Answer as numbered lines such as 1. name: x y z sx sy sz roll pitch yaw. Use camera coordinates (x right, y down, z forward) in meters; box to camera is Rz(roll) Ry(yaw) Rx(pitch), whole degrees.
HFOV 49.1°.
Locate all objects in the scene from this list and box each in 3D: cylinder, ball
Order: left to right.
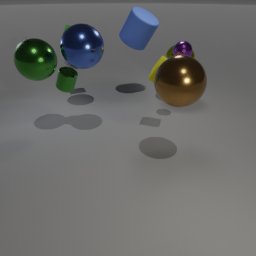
1. ball: -3.109 -2.299 9.465 1.400 1.400 1.400 0 27 0
2. cylinder: -2.278 -1.801 10.409 0.700 0.700 0.700 15 39 -13
3. ball: -2.187 -3.245 12.102 1.400 1.400 1.400 0 27 0
4. ball: -1.462 -2.605 8.979 1.400 1.400 1.400 0 27 0
5. cylinder: 0.501 -4.586 12.964 1.400 1.400 1.400 20 42 -19
6. ball: 2.394 -3.156 12.911 1.400 1.400 1.400 0 27 0
7. ball: 1.411 -1.253 7.578 1.400 1.400 1.400 0 27 0
8. ball: 2.002 -2.822 10.234 0.700 0.700 0.700 0 27 0

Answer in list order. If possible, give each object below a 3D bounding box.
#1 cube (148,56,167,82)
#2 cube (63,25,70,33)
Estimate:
1. cube: 1.250 -1.956 9.876 0.700 0.700 0.700 31 48 -9
2. cube: -2.530 -4.172 12.825 0.700 0.700 0.700 -2 53 -35
